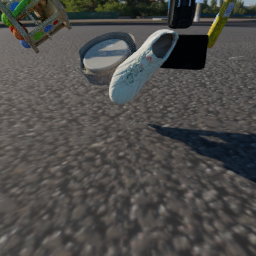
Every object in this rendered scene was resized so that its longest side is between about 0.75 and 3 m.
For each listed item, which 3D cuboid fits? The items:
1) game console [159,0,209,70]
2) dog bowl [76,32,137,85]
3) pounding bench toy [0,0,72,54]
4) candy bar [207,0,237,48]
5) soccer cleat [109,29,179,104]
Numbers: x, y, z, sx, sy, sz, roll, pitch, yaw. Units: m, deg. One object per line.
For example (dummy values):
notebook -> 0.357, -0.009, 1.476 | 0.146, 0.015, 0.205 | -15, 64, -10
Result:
game console -> 1.802, -3.402, 9.119 | 1.750, 2.967, 0.358 | 8, 4, 19
dog bowl -> -0.582, -1.999, 8.112 | 1.896, 0.556, 1.896 | -10, 49, 12
pounding bench toy -> -3.366, -4.009, 9.657 | 1.925, 1.533, 2.468 | -39, -4, -6
candy bar -> 2.964, -3.425, 9.027 | 0.521, 2.089, 0.232 | -11, 52, -26
soccer cleat -> 0.331, -1.449, 6.486 | 0.741, 2.139, 0.830 | 39, -3, -20
